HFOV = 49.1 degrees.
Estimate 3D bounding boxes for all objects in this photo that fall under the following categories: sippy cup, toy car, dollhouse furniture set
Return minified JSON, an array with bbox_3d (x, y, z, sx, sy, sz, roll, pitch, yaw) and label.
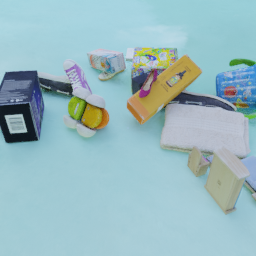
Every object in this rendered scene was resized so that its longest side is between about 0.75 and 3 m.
[{"bbox_3d":[4.389,-1.566,11.052,1.748,1.873,2.385,-1,29,15],"label":"sippy cup"},{"bbox_3d":[-1.403,-0.551,10.188,1.719,1.504,1.289,28,12,32],"label":"toy car"},{"bbox_3d":[3.348,0.974,8.041,2.319,1.513,2.189,-15,42,-18],"label":"dollhouse furniture set"}]

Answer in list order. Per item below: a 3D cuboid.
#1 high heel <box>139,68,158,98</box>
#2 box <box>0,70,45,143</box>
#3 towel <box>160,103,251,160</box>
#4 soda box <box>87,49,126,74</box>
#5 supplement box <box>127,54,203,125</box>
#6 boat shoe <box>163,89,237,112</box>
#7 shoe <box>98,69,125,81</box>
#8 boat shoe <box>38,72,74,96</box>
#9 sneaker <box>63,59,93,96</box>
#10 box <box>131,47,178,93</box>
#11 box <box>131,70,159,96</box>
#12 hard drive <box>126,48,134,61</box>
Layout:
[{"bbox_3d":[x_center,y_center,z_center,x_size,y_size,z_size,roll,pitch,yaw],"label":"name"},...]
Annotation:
[{"bbox_3d":[0.658,-1.540,9.542,0.364,0.519,1.079,22,67,24],"label":"high heel"},{"bbox_3d":[-3.818,-0.828,10.077,1.188,1.685,2.278,-4,41,-7],"label":"box"},{"bbox_3d":[2.645,0.084,9.655,2.930,0.505,1.942,7,51,10],"label":"towel"},{"bbox_3d":[-1.061,-3.186,13.158,0.812,0.755,2.376,-26,30,-23],"label":"soda box"},{"bbox_3d":[1.316,-1.408,10.290,2.877,0.990,0.957,-39,81,-8],"label":"supplement box"},{"bbox_3d":[2.621,-0.823,10.916,2.971,1.079,0.932,18,78,16],"label":"boat shoe"},{"bbox_3d":[-0.794,-2.732,13.364,0.565,0.431,1.616,30,48,31],"label":"shoe"},{"bbox_3d":[-3.437,-1.957,12.154,2.645,0.798,0.977,10,19,10],"label":"boat shoe"},{"bbox_3d":[-1.991,-1.799,10.937,0.663,1.830,1.043,-27,18,16],"label":"sneaker"},{"bbox_3d":[1.198,-2.621,12.566,2.005,1.270,2.081,3,40,4],"label":"box"},{"bbox_3d":[0.740,-1.595,11.390,1.034,1.135,0.591,-25,44,-21],"label":"box"},{"bbox_3d":[0.350,-3.949,15.039,0.862,0.172,1.307,3,40,3],"label":"hard drive"}]
